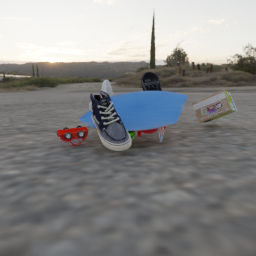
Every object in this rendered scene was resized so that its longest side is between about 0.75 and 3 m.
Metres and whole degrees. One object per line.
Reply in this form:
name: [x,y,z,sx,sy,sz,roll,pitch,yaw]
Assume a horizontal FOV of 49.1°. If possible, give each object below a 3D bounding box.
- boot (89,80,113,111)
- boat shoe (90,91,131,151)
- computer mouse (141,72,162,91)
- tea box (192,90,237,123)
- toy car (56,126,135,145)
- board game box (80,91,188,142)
boot: [-0.899,-0.905,8.820,0.722,0.556,1.511,-16,43,16]
boat shoe: [-0.399,-0.188,5.421,0.546,0.678,1.462,-21,37,-19]
computer mouse: [0.905,-1.356,10.820,1.159,1.674,0.441,-7,-18,-8]
tea box: [2.678,-0.646,8.646,1.021,0.682,1.005,-24,-9,28]
toy car: [-0.513,0.148,6.084,1.516,0.359,1.611,12,23,36]
board game box: [0.231,-0.269,7.038,2.301,0.567,2.913,2,23,19]
